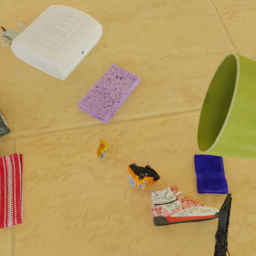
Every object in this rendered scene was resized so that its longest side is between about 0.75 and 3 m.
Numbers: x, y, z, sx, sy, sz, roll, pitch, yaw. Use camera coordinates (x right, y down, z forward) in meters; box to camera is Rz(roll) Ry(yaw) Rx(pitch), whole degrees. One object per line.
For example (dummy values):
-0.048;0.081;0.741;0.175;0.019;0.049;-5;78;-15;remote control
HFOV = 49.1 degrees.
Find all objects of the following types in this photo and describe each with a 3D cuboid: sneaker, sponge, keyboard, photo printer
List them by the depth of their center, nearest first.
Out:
1.434;1.675;4.051;0.265;1.339;0.697;10;25;31;keyboard
1.492;1.958;7.298;1.789;0.597;0.959;-6;64;0;sneaker
-0.598;-1.167;9.167;1.114;0.298;1.997;30;65;15;sponge
-2.378;-3.173;9.889;2.234;0.933;2.686;27;65;14;photo printer

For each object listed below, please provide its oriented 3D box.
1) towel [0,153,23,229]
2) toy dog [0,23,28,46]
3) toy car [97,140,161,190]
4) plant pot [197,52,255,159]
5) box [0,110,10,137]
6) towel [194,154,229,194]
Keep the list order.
-4.309;1.804;7.549;2.867;0.322;2.073;-9;63;-5;towel
-4.064;-3.499;10.234;1.348;0.649;0.889;-24;64;-13;toy dog
-0.040;1.085;7.970;1.935;0.949;0.644;36;111;35;toy car
2.238;-0.168;4.475;1.770;1.656;1.656;15;62;1;plant pot
-5.022;-0.456;8.595;1.920;0.621;2.435;-30;66;-15;box
2.325;1.267;7.852;0.854;0.287;1.157;0;61;-1;towel
